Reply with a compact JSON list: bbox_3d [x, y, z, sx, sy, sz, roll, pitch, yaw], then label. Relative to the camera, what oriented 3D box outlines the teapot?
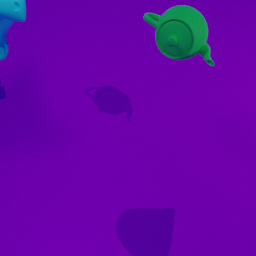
[{"bbox_3d":[1.012,-1.733,5.360,1.648,1.025,0.807,35,43,5],"label":"teapot"}]

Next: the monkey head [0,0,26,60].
[{"bbox_3d":[-2.540,-2.292,5.461,1.367,1.145,1.900,2,103,0],"label":"monkey head"}]
